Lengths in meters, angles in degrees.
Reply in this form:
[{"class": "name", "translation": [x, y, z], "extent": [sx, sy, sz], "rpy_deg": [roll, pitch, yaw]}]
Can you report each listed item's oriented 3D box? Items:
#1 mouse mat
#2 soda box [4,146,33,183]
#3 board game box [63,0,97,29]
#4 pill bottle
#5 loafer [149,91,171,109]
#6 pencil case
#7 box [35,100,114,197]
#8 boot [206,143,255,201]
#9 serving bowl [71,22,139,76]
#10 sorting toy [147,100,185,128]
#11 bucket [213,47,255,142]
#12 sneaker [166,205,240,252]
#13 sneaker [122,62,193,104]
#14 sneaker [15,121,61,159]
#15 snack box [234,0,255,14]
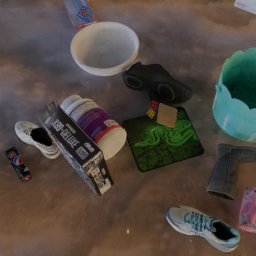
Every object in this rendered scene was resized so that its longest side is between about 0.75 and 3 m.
[{"class": "mouse mat", "translation": [1.237, 0.332, 9.899], "extent": [2.512, 0.095, 2.021], "rpy_deg": [-15, 67, -15]}, {"class": "soda box", "translation": [-3.656, 1.224, 9.361], "extent": [0.388, 0.434, 1.226], "rpy_deg": [-31, 63, -21]}, {"class": "board game box", "translation": [-2.428, -5.828, 14.049], "extent": [1.124, 0.212, 2.184], "rpy_deg": [-20, 59, -11]}, {"class": "pill bottle", "translation": [-1.275, -0.086, 9.666], "extent": [1.351, 1.351, 2.402], "rpy_deg": [-38, 64, -22]}, {"class": "loafer", "translation": [1.287, -0.957, 10.792], "extent": [0.444, 0.429, 1.265], "rpy_deg": [-32, 69, -22]}, {"class": "pencil case", "translation": [3.725, 2.470, 8.489], "extent": [0.569, 0.569, 1.301], "rpy_deg": [19, 60, 12]}, {"class": "box", "translation": [-1.478, 0.727, 8.325], "extent": [0.678, 2.726, 2.149], "rpy_deg": [-39, 64, -16]}, {"class": "boot", "translation": [3.508, 1.448, 9.087], "extent": [1.676, 0.669, 1.843], "rpy_deg": [5, 49, 20]}, {"class": "serving bowl", "translation": [-0.937, -3.231, 11.914], "extent": [2.841, 0.935, 2.841], "rpy_deg": [-2, 58, 2]}, {"class": "sorting toy", "translation": [1.302, -0.438, 9.969], "extent": [1.493, 0.252, 0.720], "rpy_deg": [18, 73, -21]}, {"class": "bucket", "translation": [4.564, -1.116, 9.944], "extent": [3.094, 2.013, 3.094], "rpy_deg": [0, 57, -1]}, {"class": "sneaker", "translation": [2.179, 2.732, 8.084], "extent": [2.186, 0.944, 0.848], "rpy_deg": [20, 59, 13]}, {"class": "sneaker", "translation": [1.262, -1.941, 11.082], "extent": [2.881, 1.094, 1.308], "rpy_deg": [24, 54, 13]}, {"class": "sneaker", "translation": [-3.196, 0.132, 9.618], "extent": [2.062, 1.186, 0.778], "rpy_deg": [32, 63, 19]}, {"class": "snack box", "translation": [7.015, -6.816, 14.285], "extent": [2.182, 0.875, 2.587], "rpy_deg": [32, 62, 18]}]
